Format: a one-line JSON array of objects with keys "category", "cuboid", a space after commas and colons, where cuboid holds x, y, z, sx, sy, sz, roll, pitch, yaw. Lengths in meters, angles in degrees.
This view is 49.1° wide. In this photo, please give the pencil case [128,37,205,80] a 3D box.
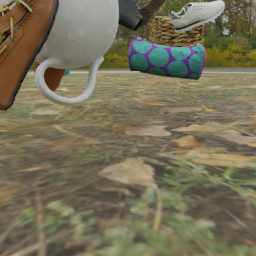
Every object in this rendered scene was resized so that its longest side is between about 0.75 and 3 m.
[{"category": "pencil case", "cuboid": [1.261, -2.297, 9.258, 2.517, 1.163, 1.071, 10, 3, 14]}]

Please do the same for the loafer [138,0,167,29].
[{"category": "loafer", "cuboid": [0.850, -4.461, 10.712, 1.725, 0.653, 0.589, -36, 3, 23]}]

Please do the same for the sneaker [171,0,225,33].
[{"category": "sneaker", "cuboid": [1.851, -3.067, 7.403, 1.423, 0.573, 0.544, -24, 35, 7]}]

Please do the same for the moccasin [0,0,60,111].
[{"category": "moccasin", "cuboid": [-1.669, -1.356, 4.033, 0.846, 2.193, 0.802, 27, 7, -30]}]

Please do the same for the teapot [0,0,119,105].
[{"category": "teapot", "cuboid": [-1.633, -2.217, 5.404, 2.747, 2.711, 2.006, 34, 49, 27]}]

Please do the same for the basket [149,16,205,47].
[{"category": "basket", "cuboid": [1.983, -3.449, 11.510, 2.019, 2.107, 2.828, 0, 22, -4]}]

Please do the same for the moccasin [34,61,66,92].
[{"category": "moccasin", "cuboid": [-1.634, -2.243, 7.343, 1.067, 2.764, 1.011, 28, 4, 33]}]

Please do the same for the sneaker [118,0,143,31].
[{"category": "sneaker", "cuboid": [0.062, -4.086, 9.742, 1.164, 0.820, 2.192, 28, 50, -4]}]

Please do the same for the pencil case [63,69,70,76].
[{"category": "pencil case", "cuboid": [-2.542, -2.832, 9.216, 1.121, 2.427, 1.033, -12, 22, -30]}]
